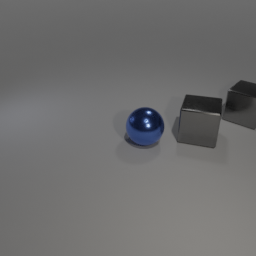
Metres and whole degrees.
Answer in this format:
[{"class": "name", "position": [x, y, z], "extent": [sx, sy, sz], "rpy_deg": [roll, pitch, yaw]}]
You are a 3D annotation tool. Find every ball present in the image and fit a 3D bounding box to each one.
[{"class": "ball", "position": [0.617, -0.061, 10.151], "extent": [1.400, 1.400, 1.400], "rpy_deg": [0, 31, 0]}]

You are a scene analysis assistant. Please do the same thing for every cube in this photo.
[{"class": "cube", "position": [2.699, -0.296, 10.513], "extent": [1.400, 1.400, 1.400], "rpy_deg": [9, 32, 15]}, {"class": "cube", "position": [4.991, -1.011, 11.718], "extent": [1.400, 1.400, 1.400], "rpy_deg": [23, 38, 33]}]
